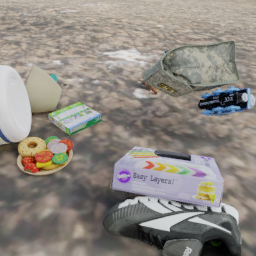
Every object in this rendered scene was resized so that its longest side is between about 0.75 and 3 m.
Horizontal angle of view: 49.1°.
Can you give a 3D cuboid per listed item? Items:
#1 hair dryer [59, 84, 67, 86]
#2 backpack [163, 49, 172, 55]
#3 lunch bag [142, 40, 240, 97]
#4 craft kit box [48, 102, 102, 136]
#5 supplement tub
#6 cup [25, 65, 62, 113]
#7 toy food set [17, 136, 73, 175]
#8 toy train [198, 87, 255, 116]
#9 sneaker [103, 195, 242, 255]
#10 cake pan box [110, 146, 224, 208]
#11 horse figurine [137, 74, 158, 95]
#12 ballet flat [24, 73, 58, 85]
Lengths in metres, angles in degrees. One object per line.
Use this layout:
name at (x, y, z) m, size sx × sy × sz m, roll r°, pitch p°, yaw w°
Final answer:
hair dryer at (-2.896, -1.589, 11.309) m, size 0.607 × 0.217 × 0.797 m, roll 2°, pitch 25°, yaw 36°
backpack at (2.373, -2.553, 11.616) m, size 2.168 × 1.667 × 1.769 m, roll 33°, pitch 37°, yaw 15°
lunch bag at (1.701, -1.639, 8.175) m, size 2.296 × 1.350 × 1.883 m, roll -8°, pitch 2°, yaw -11°
craft kit box at (-1.751, -0.343, 9.285) m, size 1.281 × 0.311 × 1.265 m, roll -27°, pitch 45°, yaw -35°
supplement tub at (-4.398, -0.452, 7.628) m, size 2.934 × 2.128 × 2.128 m, roll -10°, pitch 34°, yaw -2°
cup at (-2.980, -1.193, 9.617) m, size 1.170 × 1.635 × 1.635 m, roll 20°, pitch 27°, yaw -23°
toy food set at (-2.231, 0.705, 7.608) m, size 1.496 × 0.368 × 1.511 m, roll -7°, pitch 33°, yaw -11°
toy train at (2.667, -0.695, 7.621) m, size 0.908 × 0.689 × 1.589 m, roll 2°, pitch -6°, yaw -31°
sneaker at (0.848, 1.973, 5.211) m, size 2.707 × 0.900 × 1.225 m, roll 3°, pitch 31°, yaw 1°
cake pan box at (0.930, 0.976, 6.284) m, size 2.103 × 0.597 × 2.283 m, roll 10°, pitch 7°, yaw 13°
horse figurine at (0.882, -1.871, 11.488) m, size 0.930 × 0.350 × 1.403 m, roll 17°, pitch 30°, yaw 4°
ballet flat at (-3.590, -1.586, 10.997) m, size 0.639 × 0.690 × 1.958 m, roll -10°, pitch 20°, yaw 39°
